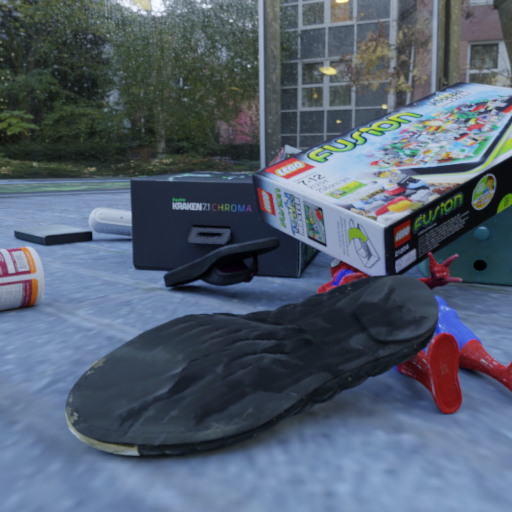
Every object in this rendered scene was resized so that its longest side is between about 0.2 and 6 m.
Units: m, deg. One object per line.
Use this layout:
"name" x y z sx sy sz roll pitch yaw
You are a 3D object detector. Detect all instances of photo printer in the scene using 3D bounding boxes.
"photo printer" -2.838 -0.675 11.344 1.058 0.367 0.880 6 -15 -16

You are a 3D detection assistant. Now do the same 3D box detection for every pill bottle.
"pill bottle" -3.032 0.296 6.097 1.247 0.683 0.683 -8 13 -38

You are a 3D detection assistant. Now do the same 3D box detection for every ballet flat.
"ballet flat" 0.096 0.746 3.687 2.577 0.856 0.732 -13 -30 -20

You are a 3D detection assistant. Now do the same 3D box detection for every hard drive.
"hard drive" -4.192 -0.434 11.538 1.454 0.239 1.015 9 14 44

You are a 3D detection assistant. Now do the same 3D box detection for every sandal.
"sandal" -0.376 0.187 6.767 0.705 0.449 1.875 -8 -10 -46

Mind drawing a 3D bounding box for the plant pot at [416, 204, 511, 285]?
"plant pot" 3.499 -0.877 8.545 2.252 2.251 3.186 4 25 21

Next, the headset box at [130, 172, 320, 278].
"headset box" -0.306 -0.635 9.251 2.644 1.409 3.037 3 11 13

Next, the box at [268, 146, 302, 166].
"box" 1.064 -1.364 11.981 1.962 0.572 2.866 15 -13 -11

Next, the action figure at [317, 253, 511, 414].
"action figure" 1.295 0.427 5.278 1.065 0.842 3.257 -7 9 -10

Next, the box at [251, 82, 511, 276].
"box" 2.077 -1.118 6.688 3.804 0.660 2.094 -28 36 -27
